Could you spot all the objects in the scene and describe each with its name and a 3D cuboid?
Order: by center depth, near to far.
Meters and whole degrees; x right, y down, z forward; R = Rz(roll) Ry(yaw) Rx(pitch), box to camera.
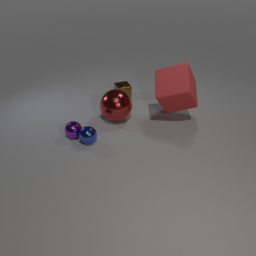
[{"bbox_3d":[-1.543,0.268,10.787,0.700,0.700,0.700,0,32,0],"label":"ball"},{"bbox_3d":[-2.164,0.072,11.098,0.700,0.700,0.700,0,32,0],"label":"ball"},{"bbox_3d":[2.016,-1.639,11.649,1.400,1.400,1.400,-10,63,23],"label":"cube"},{"bbox_3d":[-0.515,-0.980,12.093,1.400,1.400,1.400,0,32,0],"label":"ball"},{"bbox_3d":[-0.264,-1.896,14.226,0.700,0.700,0.700,-12,37,-18],"label":"cube"}]
